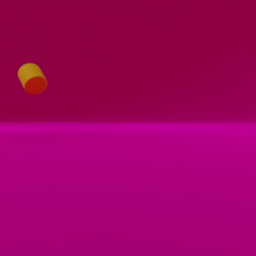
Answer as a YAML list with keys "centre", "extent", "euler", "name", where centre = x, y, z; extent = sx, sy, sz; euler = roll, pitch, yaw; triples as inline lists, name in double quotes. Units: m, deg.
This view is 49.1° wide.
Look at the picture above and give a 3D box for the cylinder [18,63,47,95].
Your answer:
- centre: [-3.296, -1.690, 9.670]
  extent: [0.779, 0.779, 0.779]
  euler: [-1, 44, -42]
  name: "cylinder"
